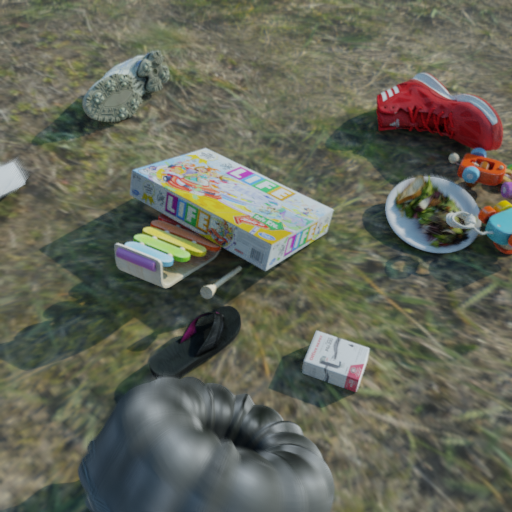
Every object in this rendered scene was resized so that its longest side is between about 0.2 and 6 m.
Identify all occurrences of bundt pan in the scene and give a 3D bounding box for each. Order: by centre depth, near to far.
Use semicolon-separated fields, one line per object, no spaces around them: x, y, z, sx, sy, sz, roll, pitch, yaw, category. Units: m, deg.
-0.415;2.353;6.461;2.987;2.987;1.121;26;96;22;bundt pan

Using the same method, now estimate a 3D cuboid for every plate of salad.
3.497;-0.889;11.000;1.870;0.449;1.870;0;58;-1;plate of salad

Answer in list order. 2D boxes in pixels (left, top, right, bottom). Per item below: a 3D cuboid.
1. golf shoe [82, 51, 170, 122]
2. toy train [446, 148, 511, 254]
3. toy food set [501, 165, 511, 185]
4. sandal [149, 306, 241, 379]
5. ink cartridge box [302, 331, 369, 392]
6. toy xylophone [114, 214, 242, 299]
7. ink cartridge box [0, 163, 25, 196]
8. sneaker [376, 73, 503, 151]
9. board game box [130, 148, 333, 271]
-3.446;-4.175;14.031;1.366;1.100;2.810;9;41;34;golf shoe
4.678;-1.017;11.117;2.103;0.779;2.800;17;46;16;toy train
5.727;-1.618;11.970;1.002;0.246;1.012;-27;52;-23;toy food set
-0.896;1.313;8.992;0.709;0.451;1.886;24;43;29;sandal
1.254;1.654;8.849;0.906;0.384;0.660;16;49;16;ink cartridge box
-1.239;-0.061;9.831;1.836;0.630;2.508;17;24;10;toy xylophone
-5.192;-1.433;11.154;0.866;0.504;1.190;-32;20;-25;ink cartridge box
3.909;-3.012;12.827;1.858;1.260;3.216;-24;39;-10;sneaker
-0.471;-1.030;10.756;3.268;0.559;2.197;29;34;24;board game box
